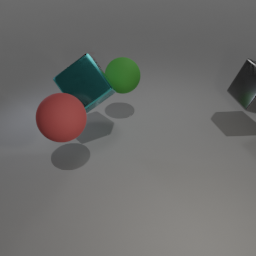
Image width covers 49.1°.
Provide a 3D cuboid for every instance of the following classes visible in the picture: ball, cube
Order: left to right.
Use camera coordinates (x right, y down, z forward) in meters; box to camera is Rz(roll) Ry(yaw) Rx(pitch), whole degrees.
[{"bbox_3d":[-1.878,-0.290,7.922,1.400,1.400,1.400,0,32,0],"label":"ball"},{"bbox_3d":[-1.403,-1.444,9.509,1.400,1.400,1.400,-35,1,5],"label":"cube"},{"bbox_3d":[-0.213,-2.046,10.939,1.400,1.400,1.400,0,32,0],"label":"ball"},{"bbox_3d":[4.747,-1.410,10.020,1.400,1.400,1.400,11,33,-23],"label":"cube"}]
